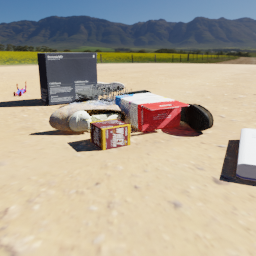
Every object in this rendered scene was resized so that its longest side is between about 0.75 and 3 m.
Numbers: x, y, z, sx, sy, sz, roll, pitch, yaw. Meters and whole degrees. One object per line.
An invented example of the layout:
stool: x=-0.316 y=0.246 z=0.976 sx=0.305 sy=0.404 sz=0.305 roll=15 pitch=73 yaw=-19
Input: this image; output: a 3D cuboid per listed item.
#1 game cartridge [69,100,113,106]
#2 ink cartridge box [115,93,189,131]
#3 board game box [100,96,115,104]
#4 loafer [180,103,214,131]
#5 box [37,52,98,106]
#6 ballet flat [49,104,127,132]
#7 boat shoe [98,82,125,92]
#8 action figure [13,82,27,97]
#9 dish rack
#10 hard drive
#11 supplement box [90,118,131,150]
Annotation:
game cartridge: x=-1.511 y=-0.907 z=11.692 sx=1.643 sy=0.341 sz=1.094 roll=-12 pitch=16 yaw=-36
ink cartridge box: x=0.729 y=-0.556 z=9.401 sx=1.467 sy=0.849 sz=2.524 roll=-9 pitch=18 yaw=-24
board game box: x=-0.677 y=-1.320 z=13.295 sx=0.757 sy=0.193 sz=1.117 roll=14 pitch=22 yaw=40
loafer: x=2.289 y=-0.474 z=9.136 sx=0.778 sy=0.796 sz=2.180 roll=-6 pitch=17 yaw=-9
box: x=-2.802 y=-2.399 z=13.251 sx=2.512 sy=2.288 sz=1.308 roll=-9 pitch=18 yaw=-31
ballet flat: x=-1.131 y=-0.314 z=8.722 sx=2.532 sy=0.862 sz=0.852 roll=-11 pitch=28 yaw=-31
boat shoe: x=-1.098 y=-2.281 z=16.369 sx=1.924 sy=0.699 sz=0.604 roll=0 pitch=58 yaw=-20
action figure: x=-5.948 y=-2.208 z=15.506 sx=0.499 sy=0.757 sz=1.529 roll=-2 pitch=14 yaw=-8
dish rack: x=-0.690 y=-1.478 z=12.145 sx=2.869 sy=0.783 sz=2.201 roll=19 pitch=18 yaw=24
hard drive: x=3.471 y=0.585 z=6.359 sx=1.782 sy=0.343 sz=2.701 roll=7 pitch=17 yaw=22
supplement box: x=-0.486 y=0.147 z=7.518 sx=0.832 sy=0.560 sz=0.843 roll=-9 pitch=18 yaw=-29
